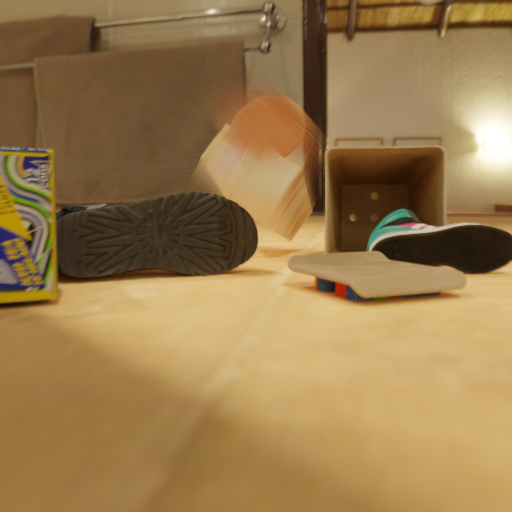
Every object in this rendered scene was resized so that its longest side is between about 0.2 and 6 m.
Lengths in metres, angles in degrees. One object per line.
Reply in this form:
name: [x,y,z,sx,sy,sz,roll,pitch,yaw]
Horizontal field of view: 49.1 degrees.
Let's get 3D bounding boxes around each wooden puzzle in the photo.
wooden puzzle: [1.342,0.270,6.521,1.481,0.370,1.599,-3,11,-24]

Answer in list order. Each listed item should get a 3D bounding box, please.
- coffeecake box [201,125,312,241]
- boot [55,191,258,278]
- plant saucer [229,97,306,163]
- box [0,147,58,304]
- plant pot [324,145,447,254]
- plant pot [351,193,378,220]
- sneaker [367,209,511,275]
coffeecake box: [0.083,-1.328,10.778,1.696,0.807,2.210,33,-7,17]
boot: [-2.033,-0.335,9.163,2.986,1.189,3.623,-1,1,-25]
plant saucer: [0.153,-1.572,7.107,0.988,0.988,0.185,2,-23,15]
box: [-3.598,-0.457,7.272,1.462,1.593,4.546,-3,6,-27]
plant pot: [2.184,-0.765,9.919,1.948,1.950,1.727,0,-4,7]
plant pot: [2.197,-1.079,11.092,0.608,0.661,0.661,-14,-1,25]
sneaker: [2.675,-0.208,8.504,2.116,0.885,1.278,-1,19,0]
